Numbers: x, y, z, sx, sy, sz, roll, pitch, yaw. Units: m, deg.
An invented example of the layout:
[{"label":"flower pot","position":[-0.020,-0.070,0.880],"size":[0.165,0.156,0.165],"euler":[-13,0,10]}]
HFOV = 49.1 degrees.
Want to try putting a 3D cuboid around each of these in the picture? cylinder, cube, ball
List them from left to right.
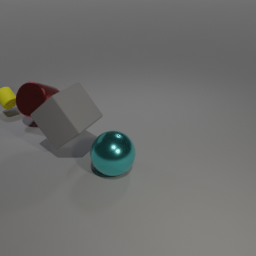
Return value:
[{"label":"cylinder","position":[-5.193,-1.278,12.010],"size":[0.700,0.700,0.700],"euler":[-30,75,-42]},{"label":"cylinder","position":[-3.619,-1.116,11.579],"size":[1.400,1.400,1.400],"euler":[9,3,16]},{"label":"cube","position":[-1.990,-0.408,9.201],"size":[1.400,1.400,1.400],"euler":[-30,9,37]},{"label":"ball","position":[-0.464,0.777,8.646],"size":[1.400,1.400,1.400],"euler":[0,29,0]}]
